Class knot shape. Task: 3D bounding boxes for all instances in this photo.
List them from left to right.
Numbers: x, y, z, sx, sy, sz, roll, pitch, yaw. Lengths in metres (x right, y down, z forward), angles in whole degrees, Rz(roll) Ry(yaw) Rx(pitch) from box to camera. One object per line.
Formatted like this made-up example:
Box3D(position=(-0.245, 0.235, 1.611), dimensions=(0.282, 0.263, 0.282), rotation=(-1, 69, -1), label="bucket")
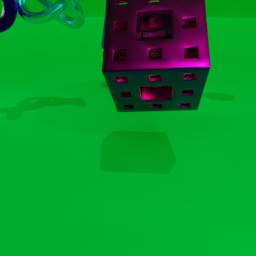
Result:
Box3D(position=(-2.970, -3.190, 6.210), dimensions=(0.944, 2.042, 1.911), rotation=(32, 68, 0), label="knot shape")
Box3D(position=(-1.762, -3.134, 6.882), dimensions=(1.830, 1.713, 0.846), rotation=(-31, 31, 28), label="knot shape")

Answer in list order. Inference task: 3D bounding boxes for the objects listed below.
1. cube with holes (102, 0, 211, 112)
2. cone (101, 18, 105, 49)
Box3D(position=(0.437, -1.164, 4.421), dimensions=(1.383, 1.383, 1.383), rotation=(-1, -20, 7), label="cube with holes")
Box3D(position=(-0.462, -3.691, 9.613), dimensions=(1.523, 1.528, 1.523), rotation=(-11, 48, 12), label="cone")
